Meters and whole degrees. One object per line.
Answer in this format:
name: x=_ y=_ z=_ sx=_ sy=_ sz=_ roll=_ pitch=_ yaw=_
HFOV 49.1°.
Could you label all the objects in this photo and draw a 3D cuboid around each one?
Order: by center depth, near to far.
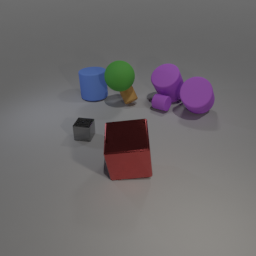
cube: x=0.023 y=0.709 z=9.216 sx=1.400 sy=1.400 sz=1.400 roll=-6 pitch=45 yaw=4
cube: x=-1.771 y=0.061 z=11.364 sx=0.700 sy=0.700 sz=0.700 roll=6 pitch=32 yaw=9
cylinder: x=3.132 y=-1.437 z=12.598 sx=1.400 sy=1.400 sz=1.400 roll=14 pitch=-3 yaw=22
ball: x=-0.385 y=-2.380 z=12.839 sx=1.400 sy=1.400 sz=1.400 roll=0 pitch=31 yaw=0
cylinder: x=1.583 y=-1.212 z=13.235 sx=0.700 sy=0.700 sz=0.700 roll=18 pitch=36 yaw=33
cylinder: x=1.989 y=-2.181 z=13.734 sx=1.400 sy=1.400 sz=1.400 roll=-11 pitch=59 yaw=19
cylinder: x=0.034 y=-1.629 z=13.833 sx=0.700 sy=0.700 sz=0.700 roll=-25 pitch=-3 yaw=-1
cylinder: x=-1.781 y=-2.295 z=14.467 sx=1.400 sy=1.400 sz=1.400 roll=-2 pitch=29 yaw=1
